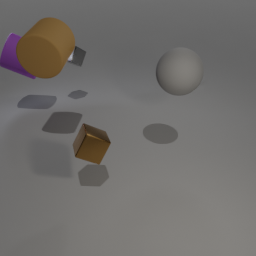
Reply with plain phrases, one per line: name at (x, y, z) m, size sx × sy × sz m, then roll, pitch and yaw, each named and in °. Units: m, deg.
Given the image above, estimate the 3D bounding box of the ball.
ball at (1.525, -1.664, 8.311) m, size 1.400 × 1.400 × 1.400 m, roll 0°, pitch 31°, yaw 0°

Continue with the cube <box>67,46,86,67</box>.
cube at (-2.382, -3.170, 12.205) m, size 0.700 × 0.700 × 0.700 m, roll 23°, pitch 4°, yaw 31°

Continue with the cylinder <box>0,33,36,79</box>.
cylinder at (-4.196, -2.863, 11.249) m, size 1.400 × 1.400 × 1.400 m, roll 20°, pitch 26°, yaw -18°

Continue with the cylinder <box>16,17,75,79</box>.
cylinder at (-2.472, -2.458, 8.580) m, size 1.400 × 1.400 × 1.400 m, roll 3°, pitch 40°, yaw 6°

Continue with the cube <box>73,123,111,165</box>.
cube at (-0.959, 0.411, 7.299) m, size 0.700 × 0.700 × 0.700 m, roll 22°, pitch 16°, yaw -24°
